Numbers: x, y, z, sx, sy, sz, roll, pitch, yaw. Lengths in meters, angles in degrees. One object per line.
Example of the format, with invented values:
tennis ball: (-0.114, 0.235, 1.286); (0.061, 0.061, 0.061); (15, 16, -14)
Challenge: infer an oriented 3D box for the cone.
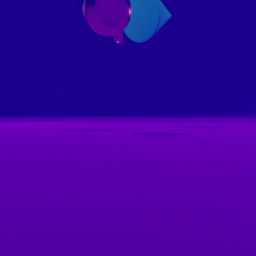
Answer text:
cone: (0.901, -3.627, 9.015); (1.617, 1.611, 1.611); (-19, 15, -42)

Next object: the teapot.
teapot: (-0.452, -2.302, 5.377); (0.936, 1.506, 0.737); (-35, 30, -10)
